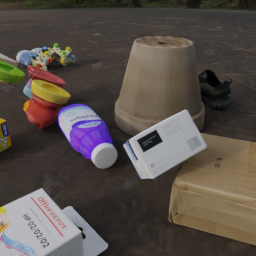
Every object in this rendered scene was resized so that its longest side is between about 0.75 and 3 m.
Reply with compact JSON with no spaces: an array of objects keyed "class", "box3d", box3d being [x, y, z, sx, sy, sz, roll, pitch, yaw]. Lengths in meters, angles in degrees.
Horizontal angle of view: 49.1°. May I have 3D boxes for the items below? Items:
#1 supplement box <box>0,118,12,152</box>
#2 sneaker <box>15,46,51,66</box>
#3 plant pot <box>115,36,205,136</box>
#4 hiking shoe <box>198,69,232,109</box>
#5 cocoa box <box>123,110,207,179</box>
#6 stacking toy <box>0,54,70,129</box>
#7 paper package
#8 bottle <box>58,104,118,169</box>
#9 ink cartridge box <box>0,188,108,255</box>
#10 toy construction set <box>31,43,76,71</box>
[{"class":"supplement box","box3d":[-3.721,0.336,6.794,0.787,0.782,1.437,16,32,26]},{"class":"sneaker","box3d":[-4.632,-3.597,14.381,0.866,0.851,2.248,35,40,15]},{"class":"plant pot","box3d":[0.978,-1.328,8.222,2.777,2.410,2.777,1,27,0]},{"class":"hiking shoe","box3d":[2.630,-1.559,9.918,0.893,1.188,2.359,-24,36,-37]},{"class":"cocoa box","box3d":[0.607,0.304,4.866,1.124,0.750,0.738,-28,-4,-17]},{"class":"stacking toy","box3d":[-3.246,-1.173,8.666,2.595,1.211,2.867,21,14,-20]},{"class":"paper package","box3d":[1.881,1.041,5.255,1.808,0.981,1.897,11,29,19]},{"class":"bottle","box3d":[-1.025,0.148,7.124,1.019,0.797,2.440,-13,31,-23]},{"class":"ink cartridge box","box3d":[-1.549,1.751,4.144,2.263,0.768,1.303,-22,35,-36]},{"class":"toy construction set","box3d":[-3.743,-3.310,13.529,1.492,1.048,2.276,30,39,14]}]
